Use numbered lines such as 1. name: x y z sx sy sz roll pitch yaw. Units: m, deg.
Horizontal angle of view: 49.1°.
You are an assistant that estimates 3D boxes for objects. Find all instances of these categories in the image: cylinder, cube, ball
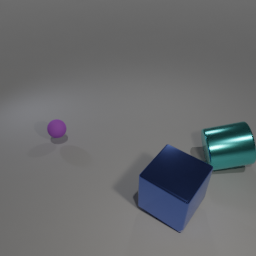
1. cylinder: 3.224 0.592 9.121 1.400 1.400 1.400 -11 31 8
2. cube: 1.229 1.575 7.487 1.400 1.400 1.400 26 49 27
3. ball: -2.649 0.026 10.427 0.700 0.700 0.700 0 31 0
